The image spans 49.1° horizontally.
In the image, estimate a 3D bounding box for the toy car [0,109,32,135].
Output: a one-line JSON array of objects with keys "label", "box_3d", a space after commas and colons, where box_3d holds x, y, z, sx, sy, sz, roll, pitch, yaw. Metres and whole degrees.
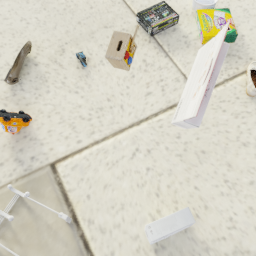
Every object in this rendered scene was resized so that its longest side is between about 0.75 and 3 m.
[{"label": "toy car", "box_3d": [-4.671, -0.460, 10.327, 2.469, 1.211, 0.822, 25, 108, 31]}]

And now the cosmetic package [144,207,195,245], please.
[{"label": "cosmetic package", "box_3d": [1.220, 2.898, 8.284, 1.418, 0.721, 0.525, -19, 63, -9]}]

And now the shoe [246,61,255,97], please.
[{"label": "shoe", "box_3d": [5.052, -2.031, 11.099, 0.613, 0.468, 1.753, 14, 62, 7]}]

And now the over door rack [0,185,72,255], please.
[{"label": "over door rack", "box_3d": [-3.085, 2.872, 8.272, 2.315, 0.771, 1.710, 24, 65, 12]}]

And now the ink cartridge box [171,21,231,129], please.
[{"label": "ink cartridge box", "box_3d": [2.170, -1.290, 7.851, 0.581, 2.291, 2.600, 21, 85, -5]}]

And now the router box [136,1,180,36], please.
[{"label": "router box", "box_3d": [1.349, -4.971, 12.680, 1.598, 0.496, 1.197, -30, 65, -14]}]

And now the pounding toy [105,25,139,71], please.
[{"label": "pounding toy", "box_3d": [-0.071, -2.479, 8.621, 0.800, 1.036, 1.125, 17, 86, 17]}]

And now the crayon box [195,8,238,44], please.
[{"label": "crayon box", "box_3d": [3.884, -4.544, 12.442, 1.495, 0.505, 1.732, -3, 61, -2]}]

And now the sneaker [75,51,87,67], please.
[{"label": "sneaker", "box_3d": [-1.871, -2.889, 11.655, 0.354, 0.316, 0.864, -27, 65, -14]}]

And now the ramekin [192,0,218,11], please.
[{"label": "ramekin", "box_3d": [3.587, -5.926, 13.163, 1.170, 0.570, 1.170, 0, 62, 0]}]

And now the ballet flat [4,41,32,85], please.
[{"label": "ballet flat", "box_3d": [-4.356, -2.651, 11.411, 0.510, 0.741, 2.198, 27, 60, -22]}]
